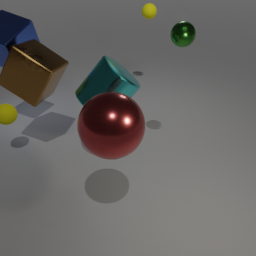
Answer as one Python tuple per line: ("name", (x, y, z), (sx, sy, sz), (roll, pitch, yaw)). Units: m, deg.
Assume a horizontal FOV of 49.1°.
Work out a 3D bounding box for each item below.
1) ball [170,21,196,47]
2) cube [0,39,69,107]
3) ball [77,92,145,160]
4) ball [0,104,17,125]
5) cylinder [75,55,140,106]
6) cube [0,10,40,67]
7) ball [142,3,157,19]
("ball", (1.540, -2.620, 7.839), (0.700, 0.700, 0.700), (0, 32, 0))
("cube", (-3.019, -1.799, 9.037), (1.400, 1.400, 1.400), (34, 27, -6))
("ball", (-0.340, -0.049, 5.798), (1.400, 1.400, 1.400), (0, 32, 0))
("ball", (-4.000, -0.449, 9.182), (0.700, 0.700, 0.700), (0, 32, 0))
("cylinder", (-0.596, -1.157, 8.288), (1.400, 1.400, 1.400), (38, 18, -14))
("cube", (-4.153, -3.033, 9.928), (1.400, 1.400, 1.400), (24, 62, 16))
("ball", (1.008, -5.536, 13.288), (0.700, 0.700, 0.700), (0, 32, 0))
